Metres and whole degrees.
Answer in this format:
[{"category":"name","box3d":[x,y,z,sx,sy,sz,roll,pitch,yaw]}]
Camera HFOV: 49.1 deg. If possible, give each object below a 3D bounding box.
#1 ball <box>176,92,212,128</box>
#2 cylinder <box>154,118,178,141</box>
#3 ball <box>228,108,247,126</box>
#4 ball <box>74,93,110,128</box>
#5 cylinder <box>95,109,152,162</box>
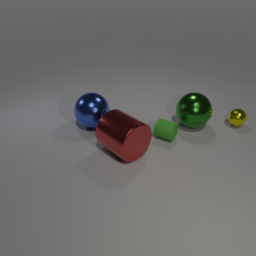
[{"category":"ball","box3d":[2.573,-0.691,10.950,1.400,1.400,1.400,0,32,0]},{"category":"cylinder","box3d":[1.418,0.063,10.435,0.700,0.700,0.700,18,36,26]},{"category":"ball","box3d":[4.359,-0.427,11.156,0.700,0.700,0.700,0,32,0]},{"category":"ball","box3d":[-1.419,-0.694,11.037,1.400,1.400,1.400,0,32,0]},{"category":"cylinder","box3d":[-0.153,0.240,9.539,1.400,1.400,1.400,-26,41,-35]}]
